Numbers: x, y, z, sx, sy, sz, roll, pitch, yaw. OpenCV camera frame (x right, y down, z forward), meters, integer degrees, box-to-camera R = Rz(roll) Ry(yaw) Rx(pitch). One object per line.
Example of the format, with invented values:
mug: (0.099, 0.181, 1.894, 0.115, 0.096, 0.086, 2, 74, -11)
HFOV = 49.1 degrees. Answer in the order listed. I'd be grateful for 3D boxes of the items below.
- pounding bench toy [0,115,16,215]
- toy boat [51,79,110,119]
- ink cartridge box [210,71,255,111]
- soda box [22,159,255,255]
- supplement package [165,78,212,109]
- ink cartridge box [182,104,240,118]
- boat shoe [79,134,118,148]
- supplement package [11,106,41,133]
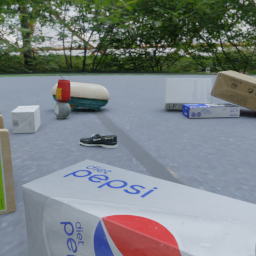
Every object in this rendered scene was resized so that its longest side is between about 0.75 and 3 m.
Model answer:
pounding bench toy: (-2.567, 0.514, 3.778, 1.786, 1.109, 1.393, -7, 15, -27)
toy boat: (-2.047, -1.093, 10.693, 2.393, 1.323, 2.846, 7, 7, 10)
ink cartridge box: (4.650, -1.316, 10.441, 2.555, 0.959, 2.104, 25, 22, 25)
soda box: (0.329, 1.003, 2.269, 2.664, 0.845, 0.910, 9, 16, 35)
supplement package: (2.359, -1.340, 11.146, 1.764, 1.031, 1.035, 2, -8, 7)
ink cartridge box: (2.961, -0.626, 10.087, 1.823, 0.403, 0.857, -2, 12, -6)
boat shoe: (-0.694, 0.269, 6.573, 0.957, 0.289, 0.362, 3, 14, 12)
supplement package: (-2.922, -0.264, 8.087, 0.614, 0.621, 1.025, -2, 14, -8)
